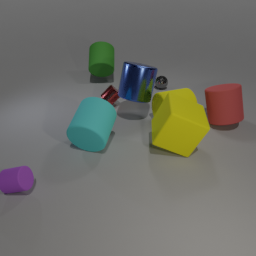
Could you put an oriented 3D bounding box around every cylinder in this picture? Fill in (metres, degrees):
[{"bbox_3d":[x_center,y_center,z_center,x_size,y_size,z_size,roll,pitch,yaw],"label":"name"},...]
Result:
[{"bbox_3d":[-0.777,-1.500,12.846,0.700,0.700,0.700,-44,32,10],"label":"cylinder"},{"bbox_3d":[-1.249,-0.126,9.811,1.400,1.400,1.400,8,51,13],"label":"cylinder"},{"bbox_3d":[-3.183,1.470,7.970,0.700,0.700,0.700,-12,27,16],"label":"cylinder"},{"bbox_3d":[3.882,-0.972,11.299,1.400,1.400,1.400,-10,15,3],"label":"cylinder"},{"bbox_3d":[-1.444,-3.754,15.371,1.400,1.400,1.400,-1,68,-1],"label":"cylinder"},{"bbox_3d":[0.382,-1.874,11.386,1.400,1.400,1.400,11,17,-3],"label":"cylinder"},{"bbox_3d":[1.880,-0.841,11.424,1.400,1.400,1.400,-11,32,-18],"label":"cylinder"}]

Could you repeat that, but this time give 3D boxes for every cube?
[{"bbox_3d":[1.732,-0.119,9.608,1.400,1.400,1.400,21,35,-12],"label":"cube"}]

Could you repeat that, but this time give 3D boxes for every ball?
[{"bbox_3d":[1.779,-2.428,14.911,0.700,0.700,0.700,0,30,0],"label":"ball"}]
